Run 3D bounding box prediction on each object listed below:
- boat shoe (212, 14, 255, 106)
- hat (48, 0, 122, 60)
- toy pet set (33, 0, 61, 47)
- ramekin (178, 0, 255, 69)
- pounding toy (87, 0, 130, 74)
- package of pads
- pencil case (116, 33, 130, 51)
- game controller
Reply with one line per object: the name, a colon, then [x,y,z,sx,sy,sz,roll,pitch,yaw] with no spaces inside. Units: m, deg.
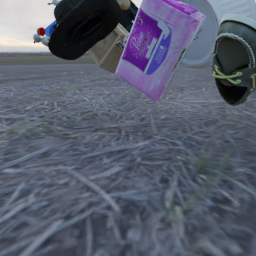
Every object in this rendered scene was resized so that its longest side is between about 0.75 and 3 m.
boat shoe: [1.954,-1.063,5.008,0.906,0.758,2.534,32,1,26]
hat: [-1.426,-3.090,7.945,2.591,1.045,2.591,-37,-6,-4]
toy pet set: [-2.636,-3.739,9.844,1.178,2.218,2.071,10,-13,23]
ramekin: [2.193,-2.968,8.160,1.371,2.613,2.613,-27,28,-29]
pounding toy: [-0.521,-3.591,10.311,1.063,2.324,2.041,12,35,-51]
package of pads: [0.582,-1.696,5.931,1.223,2.030,0.768,34,39,11]
pencil case: [0.046,-2.848,8.994,0.906,0.405,0.352,-44,18,-17]
game controller: [0.231,-4.148,11.648,1.437,2.754,0.580,-42,1,2]
